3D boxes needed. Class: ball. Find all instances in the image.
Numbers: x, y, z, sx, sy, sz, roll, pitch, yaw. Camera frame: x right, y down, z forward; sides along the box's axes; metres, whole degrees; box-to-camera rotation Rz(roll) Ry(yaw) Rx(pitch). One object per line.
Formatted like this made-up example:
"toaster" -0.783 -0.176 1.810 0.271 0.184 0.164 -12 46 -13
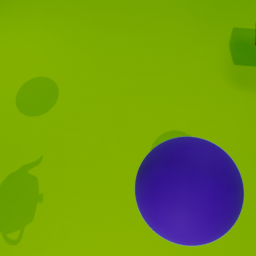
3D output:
"ball" 0.742 0.764 3.508 1.317 1.317 1.317 0 64 0
